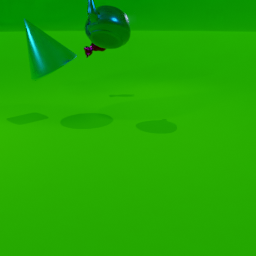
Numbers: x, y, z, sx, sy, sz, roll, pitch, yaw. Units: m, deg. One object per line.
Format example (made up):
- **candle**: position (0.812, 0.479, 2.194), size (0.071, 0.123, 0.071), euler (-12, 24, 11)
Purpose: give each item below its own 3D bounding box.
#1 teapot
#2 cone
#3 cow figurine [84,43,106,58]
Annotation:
- **teapot**: position (-0.546, -2.755, 7.401), size (1.221, 0.962, 1.964), euler (0, -14, 31)
- **cone**: position (-2.567, -2.447, 8.181), size (1.569, 1.575, 1.569), euler (-24, 23, 11)
- **cow figurine**: position (-1.322, -3.234, 11.372), size (0.913, 0.898, 0.501), euler (14, 17, -4)
